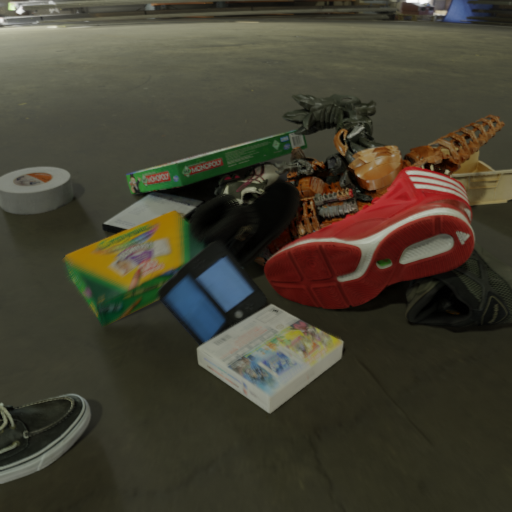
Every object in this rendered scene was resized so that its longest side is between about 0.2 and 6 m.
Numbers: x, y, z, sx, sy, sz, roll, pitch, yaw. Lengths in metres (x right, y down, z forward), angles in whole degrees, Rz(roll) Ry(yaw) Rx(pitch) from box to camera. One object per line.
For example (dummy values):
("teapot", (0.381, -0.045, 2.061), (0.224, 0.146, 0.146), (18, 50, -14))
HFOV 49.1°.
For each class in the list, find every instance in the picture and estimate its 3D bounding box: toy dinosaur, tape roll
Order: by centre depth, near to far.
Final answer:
("toy dinosaur", (2.157, -1.431, 11.364), (5.402, 2.759, 3.667), (-5, 34, -8))
("tape roll", (-5.364, -1.611, 13.609), (1.715, 0.567, 1.715), (1, 30, 0))

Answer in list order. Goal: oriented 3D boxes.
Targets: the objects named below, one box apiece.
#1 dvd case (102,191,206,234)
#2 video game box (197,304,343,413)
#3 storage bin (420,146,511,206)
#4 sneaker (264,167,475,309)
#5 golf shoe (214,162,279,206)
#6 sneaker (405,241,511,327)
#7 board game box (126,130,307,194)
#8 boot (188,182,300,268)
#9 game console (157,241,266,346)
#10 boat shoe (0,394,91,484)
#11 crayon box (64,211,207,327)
("dvd case", (-2.275, -0.934, 12.800), (1.487, 0.183, 2.085), (12, 31, 21))
("video game box", (0.219, 1.452, 8.362), (1.492, 0.383, 1.638), (23, 37, 40))
("storage bin", (5.252, -2.043, 14.059), (1.870, 0.883, 1.884), (-6, 29, -9))
("sneaker", (1.949, -0.337, 9.592), (3.545, 1.389, 2.048), (-12, 29, 30))
("golf shoe", (-0.066, -1.677, 13.773), (2.020, 0.780, 0.890), (-26, 60, -37))
("sneaker", (3.011, 0.221, 9.710), (1.736, 1.159, 3.031), (-6, 32, -20))
("board game box", (-0.975, -2.364, 14.057), (3.839, 0.559, 2.584), (-23, 16, -35))
("boot", (-0.147, -0.762, 9.637), (0.733, 1.456, 1.948), (32, 82, 38))
("game console", (-0.653, 0.640, 8.726), (1.130, 1.324, 0.783), (-38, 9, 11))
("boat shoe", (-3.097, 2.174, 6.610), (2.347, 0.832, 0.846), (-23, 37, -34))
("crayon box", (-2.017, 0.159, 9.821), (2.197, 0.640, 1.305), (-27, 53, -26))
